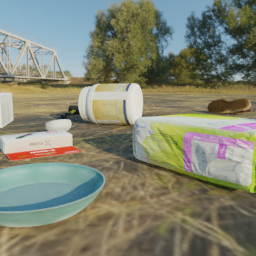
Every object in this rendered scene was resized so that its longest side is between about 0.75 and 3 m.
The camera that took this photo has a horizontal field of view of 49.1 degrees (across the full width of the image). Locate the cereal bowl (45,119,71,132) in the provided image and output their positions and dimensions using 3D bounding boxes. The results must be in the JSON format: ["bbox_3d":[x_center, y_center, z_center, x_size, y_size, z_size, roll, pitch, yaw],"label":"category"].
[{"bbox_3d":[-2.230,-0.007,9.026,0.837,0.349,0.837,-10,-11,-2],"label":"cereal bowl"}]

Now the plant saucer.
[{"bbox_3d":[-1.232,0.880,3.823,1.850,0.332,1.850,0,10,0],"label":"plant saucer"}]

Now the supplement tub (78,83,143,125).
[{"bbox_3d":[-0.670,-0.959,11.284,2.278,1.644,1.644,2,9,18],"label":"supplement tub"}]

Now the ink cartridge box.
[{"bbox_3d":[-2.170,0.386,6.902,1.683,0.366,1.460,-5,9,-31],"label":"ink cartridge box"}]

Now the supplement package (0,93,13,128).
[{"bbox_3d":[-5.484,-0.750,11.213,1.294,1.246,2.276,-2,9,-12],"label":"supplement package"}]

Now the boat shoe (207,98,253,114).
[{"bbox_3d":[5.570,-1.074,15.332,2.419,0.873,0.871,-5,-28,44],"label":"boat shoe"}]

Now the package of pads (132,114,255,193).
[{"bbox_3d":[1.704,0.301,5.488,2.195,0.969,2.841,-5,9,-39],"label":"package of pads"}]

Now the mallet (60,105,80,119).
[{"bbox_3d":[-2.835,-0.767,14.329,0.768,0.480,2.331,4,14,-1],"label":"mallet"}]
